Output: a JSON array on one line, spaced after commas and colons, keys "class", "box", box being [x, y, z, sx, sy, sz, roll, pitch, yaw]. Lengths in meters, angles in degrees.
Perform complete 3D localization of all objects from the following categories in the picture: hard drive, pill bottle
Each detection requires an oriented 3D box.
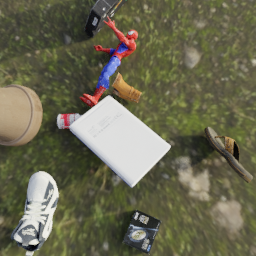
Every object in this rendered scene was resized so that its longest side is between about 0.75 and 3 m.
[{"class": "hard drive", "box": [-0.446, -4.211, 9.200, 0.460, 1.699, 2.432, 41, 77, -10]}, {"class": "pill bottle", "box": [-1.740, -0.215, 8.666, 0.810, 0.454, 0.454, -2, 74, 2]}, {"class": "hard drive", "box": [-0.241, 0.293, 8.082, 2.472, 0.314, 1.631, 40, 64, 17]}]

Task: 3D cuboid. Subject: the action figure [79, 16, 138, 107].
[{"class": "action figure", "box": [-0.782, -2.242, 8.893, 1.431, 0.943, 2.891, 40, 75, -16]}]

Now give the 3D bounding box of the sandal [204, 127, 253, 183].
[{"class": "sandal", "box": [2.903, 0.639, 7.936, 0.555, 0.831, 2.033, -45, 39, 16]}]

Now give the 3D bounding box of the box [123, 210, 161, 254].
[{"class": "box", "box": [0.395, 2.867, 7.795, 0.772, 0.406, 0.943, 23, 75, 7]}]

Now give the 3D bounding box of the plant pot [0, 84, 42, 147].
[{"class": "plant pot", "box": [-3.625, -0.430, 7.819, 1.862, 1.624, 1.862, -2, 83, 20]}]

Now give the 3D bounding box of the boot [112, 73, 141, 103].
[{"class": "boot", "box": [-0.007, -1.212, 8.589, 0.899, 1.162, 0.428, 25, 76, 6]}]

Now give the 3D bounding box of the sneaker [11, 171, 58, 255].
[{"class": "sneaker", "box": [-2.346, 2.249, 7.063, 0.821, 1.339, 2.058, 13, 106, -6]}]
